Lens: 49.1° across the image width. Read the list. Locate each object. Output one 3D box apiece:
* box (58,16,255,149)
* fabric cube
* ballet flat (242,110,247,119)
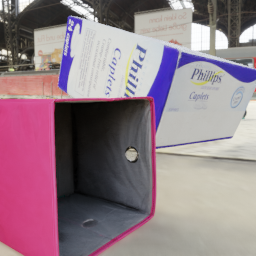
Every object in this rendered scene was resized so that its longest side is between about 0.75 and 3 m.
[{"bbox_3d":[0.473,-0.860,5.009,2.397,1.368,2.606,-4,27,-43],"label":"box"},{"bbox_3d":[-0.405,0.227,1.833,0.867,0.853,0.870,3,7,38],"label":"fabric cube"},{"bbox_3d":[3.360,-0.765,10.792,2.429,0.887,0.887,0,6,-2],"label":"ballet flat"}]
